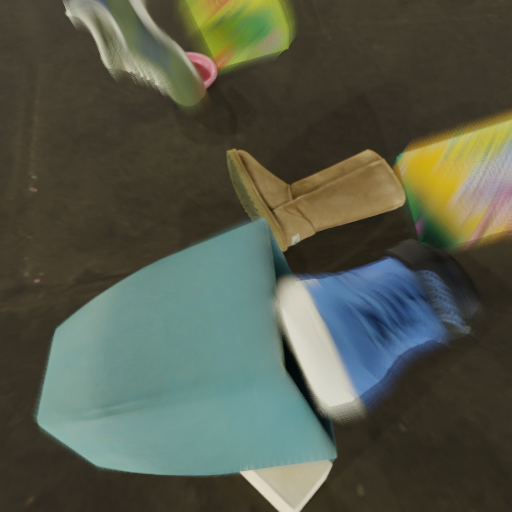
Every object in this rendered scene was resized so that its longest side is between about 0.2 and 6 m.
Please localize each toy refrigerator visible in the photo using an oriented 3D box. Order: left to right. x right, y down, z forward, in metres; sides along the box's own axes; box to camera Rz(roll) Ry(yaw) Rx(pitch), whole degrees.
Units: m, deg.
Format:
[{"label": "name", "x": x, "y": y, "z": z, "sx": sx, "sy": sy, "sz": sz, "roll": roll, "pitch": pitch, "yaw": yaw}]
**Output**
[{"label": "toy refrigerator", "x": -0.140, "y": 2.307, "z": 7.469, "sx": 2.330, "sy": 0.885, "sz": 0.815, "roll": 38, "pitch": 64, "yaw": 23}]

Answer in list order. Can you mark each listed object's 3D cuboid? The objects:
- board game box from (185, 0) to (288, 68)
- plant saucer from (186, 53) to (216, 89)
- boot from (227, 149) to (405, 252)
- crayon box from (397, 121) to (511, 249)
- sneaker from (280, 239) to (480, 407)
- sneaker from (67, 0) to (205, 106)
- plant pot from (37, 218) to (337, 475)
[{"label": "board game box", "x": -0.518, "y": -4.634, "z": 9.480, "sx": 1.397, "sy": 2.750, "sz": 0.655, "roll": -9, "pitch": 55, "yaw": 18}, {"label": "plant saucer", "x": -1.419, "y": -3.806, "z": 11.804, "sx": 1.173, "sy": 0.297, "sz": 1.173, "roll": 1, "pitch": 57, "yaw": -1}, {"label": "boot", "x": 0.992, "y": -1.315, "z": 9.914, "sx": 2.519, "sy": 0.833, "sz": 2.206, "roll": -24, "pitch": 73, "yaw": -13}, {"label": "crayon box", "x": 2.584, "y": -0.838, "z": 6.063, "sx": 1.854, "sy": 0.540, "sz": 1.101, "roll": -16, "pitch": 97, "yaw": 17}, {"label": "sneaker", "x": 1.304, "y": 0.497, "z": 5.440, "sx": 1.671, "sy": 3.004, "sz": 1.153, "roll": -23, "pitch": 83, "yaw": 12}, {"label": "sneaker", "x": -1.898, "y": -3.135, "z": 8.686, "sx": 0.824, "sy": 2.457, "sz": 1.103, "roll": -2, "pitch": 46, "yaw": 47}, {"label": "plant pot", "x": -0.736, "y": 1.141, "z": 5.667, "sx": 2.519, "sy": 1.781, "sz": 1.780, "roll": -16, "pitch": 45, "yaw": 10}]
